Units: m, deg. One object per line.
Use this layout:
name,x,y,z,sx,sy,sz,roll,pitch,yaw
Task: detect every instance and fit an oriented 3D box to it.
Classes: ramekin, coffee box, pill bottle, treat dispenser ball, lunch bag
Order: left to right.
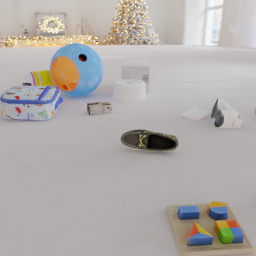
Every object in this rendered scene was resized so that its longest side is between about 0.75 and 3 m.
lunch bag,-4.087,-1.200,12.228,2.311,1.090,2.884,0,22,-5
pill bottle,-4.598,-2.707,15.966,2.245,1.170,1.170,-13,25,-29
treat dispenser ball,-2.651,-2.996,14.531,2.717,2.717,2.717,0,21,0
coffee box,-1.243,-0.867,12.230,1.025,0.409,0.579,-6,22,-15
ramekin,0.072,-1.970,14.467,1.788,0.871,1.788,0,21,0

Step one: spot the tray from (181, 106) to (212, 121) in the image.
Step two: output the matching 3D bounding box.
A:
tray,2.980,-0.612,11.897,0.866,0.179,1.613,16,26,34

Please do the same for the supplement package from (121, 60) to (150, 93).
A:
supplement package,0.373,-3.063,16.400,1.506,1.524,2.514,-2,21,-4

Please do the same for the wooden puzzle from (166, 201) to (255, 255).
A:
wooden puzzle,1.513,1.814,5.363,1.329,0.332,1.435,-2,21,-4

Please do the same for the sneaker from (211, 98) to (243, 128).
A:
sneaker,3.858,-0.506,11.062,0.958,0.820,2.200,14,29,2

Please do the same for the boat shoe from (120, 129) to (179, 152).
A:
boat shoe,0.630,0.372,8.526,1.807,0.644,0.544,4,-1,8
